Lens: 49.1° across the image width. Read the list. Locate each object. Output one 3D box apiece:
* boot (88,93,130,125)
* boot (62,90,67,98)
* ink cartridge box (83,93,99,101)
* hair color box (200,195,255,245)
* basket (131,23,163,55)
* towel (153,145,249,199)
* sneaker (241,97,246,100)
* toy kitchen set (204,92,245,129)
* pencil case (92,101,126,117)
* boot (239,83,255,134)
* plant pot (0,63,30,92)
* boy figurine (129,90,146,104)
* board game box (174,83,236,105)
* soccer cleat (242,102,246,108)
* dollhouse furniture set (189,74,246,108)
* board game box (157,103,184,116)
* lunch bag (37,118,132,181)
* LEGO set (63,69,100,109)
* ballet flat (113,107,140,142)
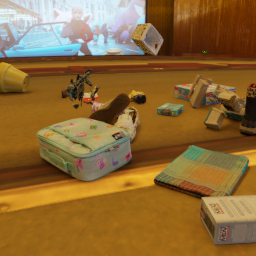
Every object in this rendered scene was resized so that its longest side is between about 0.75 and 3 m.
[{"bbox_3d":[-1.000,-0.495,11.562,2.225,0.802,1.721,-41,8,-16],"label":"boot"},{"bbox_3d":[-3.406,-2.152,17.349,1.366,0.439,1.273,0,20,-14],"label":"boot"},{"bbox_3d":[-2.260,-1.885,16.727,0.901,0.280,1.120,-6,18,-17],"label":"ink cartridge box"},{"bbox_3d":[2.371,1.757,5.484,1.692,0.513,0.838,-1,19,-5],"label":"hair color box"},{"bbox_3d":[0.769,-3.621,11.436,0.730,0.802,1.183,23,-4,39],"label":"basket"},{"bbox_3d":[2.105,1.140,7.699,1.893,0.280,2.582,11,22,32],"label":"towel"},{"bbox_3d":[6.136,-1.496,15.292,1.045,0.429,0.407,11,21,31],"label":"sneaker"},{"bbox_3d":[4.060,-0.504,12.127,1.173,1.595,1.991,22,-8,48],"label":"toy kitchen set"},{"bbox_3d":[-0.861,-0.856,12.947,1.653,0.707,0.694,3,12,10],"label":"pencil case"},{"bbox_3d":[5.247,-0.862,11.203,0.886,1.823,2.421,18,25,42],"label":"boot"},{"bbox_3d":[-7.498,-3.122,18.244,1.752,1.863,1.863,15,19,-2],"label":"plant pot"},{"bbox_3d":[0.462,-1.797,16.054,1.000,0.518,1.609,-16,20,-14],"label":"boy figurine"},{"bbox_3d":[4.512,-2.102,16.636,2.506,0.715,2.559,-12,22,-30],"label":"board game box"},{"bbox_3d":[6.037,-1.207,14.354,1.632,0.560,0.695,5,27,25],"label":"soccer cleat"},{"bbox_3d":[4.825,-1.524,14.839,2.730,1.333,2.328,17,27,-8],"label":"dollhouse furniture set"},{"bbox_3d":[2.096,-0.903,13.725,0.957,0.297,1.268,10,21,28],"label":"board game box"},{"bbox_3d":[-1.331,0.517,8.359,2.673,1.030,2.144,17,25,41],"label":"lunch bag"},{"bbox_3d":[-1.400,-1.094,8.089,0.495,1.135,1.748,24,-14,12],"label":"LEGO set"},{"bbox_3d":[-0.096,-0.213,10.815,1.013,0.856,2.677,4,19,6],"label":"ballet flat"}]
